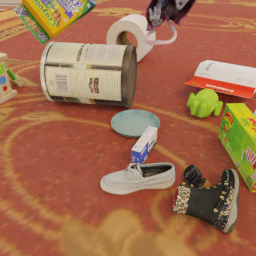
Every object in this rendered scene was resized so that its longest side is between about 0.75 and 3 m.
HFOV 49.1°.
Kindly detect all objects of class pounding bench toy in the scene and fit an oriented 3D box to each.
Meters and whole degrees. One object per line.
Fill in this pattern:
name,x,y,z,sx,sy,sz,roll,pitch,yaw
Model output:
pounding bench toy,-5.020,-2.074,10.357,1.438,1.805,2.314,15,36,22

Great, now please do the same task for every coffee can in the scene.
coffee can,-1.240,-1.867,9.738,2.882,2.109,2.109,6,34,9

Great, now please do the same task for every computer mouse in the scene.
computer mouse,1.572,1.227,6.650,0.248,0.651,0.940,38,19,-14

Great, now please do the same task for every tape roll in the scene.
tape roll,0.167,-4.298,13.514,2.059,2.059,1.413,12,36,18

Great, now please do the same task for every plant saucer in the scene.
plant saucer,0.233,-0.121,8.858,1.543,0.211,1.543,0,33,0

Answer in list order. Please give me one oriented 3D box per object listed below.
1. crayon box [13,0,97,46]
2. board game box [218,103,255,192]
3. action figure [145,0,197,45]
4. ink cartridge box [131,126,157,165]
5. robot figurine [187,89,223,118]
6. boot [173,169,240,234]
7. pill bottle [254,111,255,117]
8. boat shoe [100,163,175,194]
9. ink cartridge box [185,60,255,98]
crayon box,-2.110,-3.580,8.214,2.060,1.295,0.531,-43,15,-16
board game box,3.059,0.408,7.184,0.542,1.156,2.276,-1,33,-5
action figure,1.399,-3.845,8.526,1.792,1.992,2.675,4,33,3
ink cartridge box,0.451,0.503,7.572,0.271,0.577,1.227,15,36,21
robot figurine,2.580,-0.850,9.468,1.150,0.758,1.310,19,38,26
boot,1.719,1.368,6.125,1.260,0.602,1.668,16,40,9
pill bottle,4.572,0.257,7.176,1.430,1.430,2.553,-19,39,-27
boat shoe,0.237,1.092,6.615,1.797,0.640,0.627,-4,34,-6
ink cartridge box,3.748,-1.963,10.720,2.384,0.704,2.978,18,25,25
